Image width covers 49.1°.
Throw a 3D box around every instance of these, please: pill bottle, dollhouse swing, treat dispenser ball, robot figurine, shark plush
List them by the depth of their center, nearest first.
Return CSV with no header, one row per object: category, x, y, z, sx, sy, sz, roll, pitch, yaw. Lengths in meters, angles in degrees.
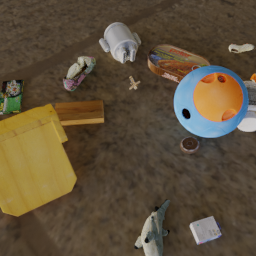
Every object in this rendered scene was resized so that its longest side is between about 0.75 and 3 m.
shark plush,0.893,3.154,8.672,0.839,0.915,2.013,30,38,-2
dollhouse swing,-3.493,1.016,9.806,2.943,2.587,2.675,-24,22,-14
treat dispenser ball,2.962,-0.943,10.104,2.566,2.566,2.566,0,56,0
pill bottle,4.654,-0.847,10.907,1.028,1.028,1.805,8,56,5
robot figurine,-0.349,-3.970,12.887,1.855,1.235,2.187,-13,57,-17

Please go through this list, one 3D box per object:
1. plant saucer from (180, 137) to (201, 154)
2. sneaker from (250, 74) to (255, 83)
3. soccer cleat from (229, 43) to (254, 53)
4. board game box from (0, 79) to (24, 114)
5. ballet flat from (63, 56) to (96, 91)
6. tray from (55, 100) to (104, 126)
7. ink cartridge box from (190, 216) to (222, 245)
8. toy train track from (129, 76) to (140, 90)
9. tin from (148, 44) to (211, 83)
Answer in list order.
plant saucer,2.305,0.603,10.389,0.757,0.121,0.757,-7,51,8
sneaker,5.763,-1.412,11.477,0.959,0.790,2.086,2,57,-3
soccer cleat,5.370,-3.747,13.283,1.121,0.388,0.435,4,61,11
board game box,-4.891,-1.327,11.746,0.894,0.200,1.706,-4,56,-6
ballet flat,-2.100,-2.591,12.218,0.772,0.794,2.232,19,57,19
tray,-1.931,-0.617,11.173,1.892,0.350,0.933,-4,56,-4
ink cartridge box,2.451,3.131,8.642,0.896,0.342,0.611,-15,57,-8
toy train track,0.200,-1.985,12.038,0.558,0.158,0.973,-35,41,14
tin,2.254,-2.822,12.542,2.887,0.604,1.616,26,64,16
